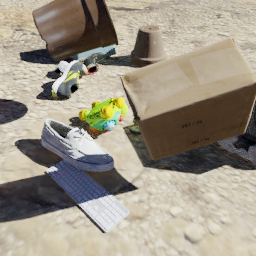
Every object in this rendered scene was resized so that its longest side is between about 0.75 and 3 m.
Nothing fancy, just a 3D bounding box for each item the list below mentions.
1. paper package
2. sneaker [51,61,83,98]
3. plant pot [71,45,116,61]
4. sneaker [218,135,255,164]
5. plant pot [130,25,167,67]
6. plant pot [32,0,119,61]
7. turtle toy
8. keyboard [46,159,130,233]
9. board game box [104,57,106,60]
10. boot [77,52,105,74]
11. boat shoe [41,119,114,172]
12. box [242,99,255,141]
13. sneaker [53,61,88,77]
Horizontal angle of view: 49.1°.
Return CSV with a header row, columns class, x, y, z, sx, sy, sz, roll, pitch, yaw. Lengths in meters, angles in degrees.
class,x,y,z,sx,sy,sz,roll,pitch,yaw
paper package,1.296,-0.466,6.045,2.349,2.239,1.215,-19,60,4
sneaker,-2.336,-1.958,11.753,0.888,0.782,2.099,22,59,9
plant pot,-2.096,-4.973,14.479,2.209,2.250,2.202,-18,36,-21
sneaker,3.670,0.374,8.687,1.071,0.710,1.882,-26,47,-36
plant pot,1.047,-4.151,14.001,1.898,1.655,1.898,0,38,0
plant pot,-1.631,-3.183,8.617,2.089,2.110,2.110,-23,39,-2
turtle toy,-0.670,-0.472,9.551,1.364,0.946,1.872,-4,26,38
keyboard,-1.144,1.639,7.386,0.765,0.145,2.718,-29,45,-33
board game box,-1.906,-3.907,14.906,1.320,0.171,1.321,-7,37,-11
boot,-1.604,-3.125,13.541,1.539,0.556,1.162,-25,45,-22
boat shoe,-1.524,0.428,8.290,2.689,0.883,0.967,24,27,32
box,3.994,-0.757,8.756,2.699,1.405,2.457,-8,22,-33
sneaker,-2.650,-2.555,12.786,1.727,0.654,0.794,11,45,27
